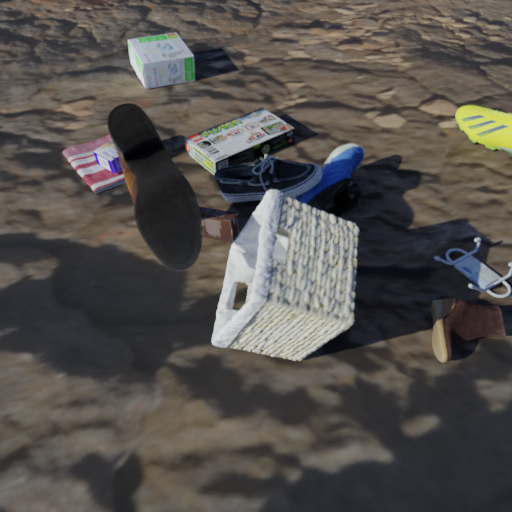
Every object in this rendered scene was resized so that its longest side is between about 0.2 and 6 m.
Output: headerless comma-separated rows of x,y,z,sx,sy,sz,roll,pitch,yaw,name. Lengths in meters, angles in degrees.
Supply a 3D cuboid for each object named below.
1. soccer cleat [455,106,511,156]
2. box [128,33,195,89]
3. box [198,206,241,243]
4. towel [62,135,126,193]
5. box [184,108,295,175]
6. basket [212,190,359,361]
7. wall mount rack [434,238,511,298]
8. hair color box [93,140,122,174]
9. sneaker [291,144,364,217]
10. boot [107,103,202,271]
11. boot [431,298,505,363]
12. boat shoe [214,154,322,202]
6.298,-3.069,13.669,1.061,1.372,3.280,-22,48,-21,soccer cleat
-2.896,-5.946,17.067,1.587,0.870,1.798,-14,47,-17,box
-0.885,-0.668,11.642,1.072,0.537,0.402,13,39,24,box
-3.716,-2.311,13.724,1.417,0.224,1.968,-26,50,-24,towel
-0.395,-2.942,14.214,2.507,0.435,1.380,-28,50,-26,box
0.448,0.446,9.134,1.666,2.071,2.052,19,57,-14,basket
4.179,0.237,10.812,1.303,0.559,1.500,-24,48,-23,wall mount rack
-3.166,-2.595,13.594,0.733,0.435,1.341,29,55,32,hair color box
1.948,-1.615,12.488,2.364,0.907,1.315,-34,52,-30,sneaker
-1.689,-0.925,10.032,1.034,3.021,2.844,-30,84,-6,boot
3.706,1.294,9.721,1.213,0.528,1.458,6,41,9,boot
0.208,-1.754,12.023,2.375,0.811,0.877,-1,49,30,boat shoe
